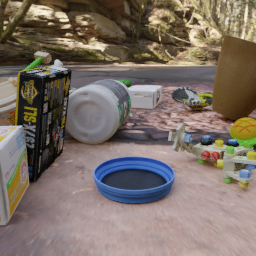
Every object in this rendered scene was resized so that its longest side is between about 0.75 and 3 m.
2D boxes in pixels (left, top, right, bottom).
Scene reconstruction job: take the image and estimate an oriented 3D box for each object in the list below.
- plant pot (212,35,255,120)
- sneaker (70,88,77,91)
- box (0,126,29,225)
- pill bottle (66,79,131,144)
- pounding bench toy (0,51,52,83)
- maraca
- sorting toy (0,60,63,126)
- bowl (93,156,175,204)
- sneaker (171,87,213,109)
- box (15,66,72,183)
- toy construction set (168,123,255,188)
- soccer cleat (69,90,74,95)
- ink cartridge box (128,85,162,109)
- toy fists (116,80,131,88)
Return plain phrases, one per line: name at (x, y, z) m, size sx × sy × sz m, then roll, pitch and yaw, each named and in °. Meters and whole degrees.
plant pot at (4.120, -1.685, 10.068) m, size 2.444 × 2.623 × 2.444 m, roll 16°, pitch 22°, yaw -7°
sneaker at (-3.160, -2.143, 16.354) m, size 0.946 × 0.332 × 0.513 m, roll 4°, pitch 14°, yaw 3°
box at (-3.003, 0.729, 4.545) m, size 2.397 × 1.215 × 1.348 m, roll -1°, pitch 17°, yaw -3°
pill bottle at (-0.783, -0.676, 8.801) m, size 1.612 × 1.612 × 2.851 m, roll 3°, pitch 17°, yaw 10°
pounding bench toy at (-3.690, -1.624, 10.595) m, size 1.532 × 2.466 × 1.924 m, roll 6°, pitch 16°, yaw 21°
maraca at (3.270, 0.158, 7.770) m, size 0.852 × 0.665 × 1.243 m, roll -5°, pitch 33°, yaw 29°
sorting toy at (-2.918, -0.703, 7.040) m, size 2.940 × 1.571 × 2.647 m, roll -21°, pitch 4°, yaw -6°
bowl at (0.113, 0.968, 5.415) m, size 1.551 × 0.304 × 1.551 m, roll 0°, pitch 16°, yaw 0°
sneaker at (2.668, -1.131, 11.825) m, size 2.063 × 0.768 × 0.873 m, roll 8°, pitch -23°, yaw -22°
box at (-1.795, -0.172, 6.005) m, size 0.530 × 2.150 × 1.717 m, roll 11°, pitch 17°, yaw 2°
toy construction set at (1.827, 0.548, 6.027) m, size 1.973 × 0.909 × 1.294 m, roll 25°, pitch 27°, yaw 33°
soccer cleat at (-3.390, -1.985, 15.986) m, size 0.760 × 0.263 × 0.295 m, roll -20°, pitch 30°, yaw -34°
ink cartridge box at (0.728, -1.493, 13.131) m, size 1.411 × 0.822 × 1.949 m, roll 5°, pitch 16°, yaw 16°
toy fists at (-0.834, -2.753, 17.906) m, size 2.045 × 0.703 × 1.043 m, roll 6°, pitch 10°, yaw 24°
